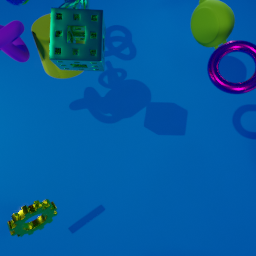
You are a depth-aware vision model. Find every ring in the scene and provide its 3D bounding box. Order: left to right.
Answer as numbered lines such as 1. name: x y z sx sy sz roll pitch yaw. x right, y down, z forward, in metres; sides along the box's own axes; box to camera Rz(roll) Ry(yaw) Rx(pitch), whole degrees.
1. ring: 2.254 -1.265 5.802 1.183 0.237 1.183 -3 77 13

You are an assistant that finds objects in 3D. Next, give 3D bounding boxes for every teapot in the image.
1. teapot: 2.223 -2.779 7.254 0.914 1.161 1.867 -25 99 -31

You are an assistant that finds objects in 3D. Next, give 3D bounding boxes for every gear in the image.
1. gear: -2.175 2.078 6.441 1.100 1.100 0.203 -34 58 -9

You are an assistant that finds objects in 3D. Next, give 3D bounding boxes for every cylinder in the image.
1. cylinder: -1.521 -1.885 6.430 1.088 1.088 1.088 -1 51 2

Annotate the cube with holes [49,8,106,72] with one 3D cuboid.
1. cube with holes: -0.886 -1.581 5.163 0.878 0.878 0.878 2 90 -2

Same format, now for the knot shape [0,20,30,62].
1. knot shape: -2.922 -1.868 5.805 1.574 1.682 0.777 6 98 -10

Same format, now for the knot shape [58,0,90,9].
1. knot shape: -1.400 -3.508 7.701 0.662 1.341 1.433 29 93 -36

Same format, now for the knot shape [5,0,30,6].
1. knot shape: -2.463 -2.957 5.773 0.984 0.486 1.052 20 63 -18
